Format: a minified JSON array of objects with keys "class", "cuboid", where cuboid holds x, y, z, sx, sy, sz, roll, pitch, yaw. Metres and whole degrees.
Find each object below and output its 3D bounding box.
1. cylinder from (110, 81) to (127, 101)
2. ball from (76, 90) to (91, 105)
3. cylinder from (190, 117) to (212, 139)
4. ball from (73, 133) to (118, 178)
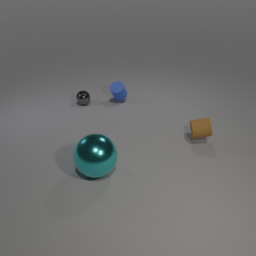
[{"class":"cylinder","cuboid":[-0.449,-1.790,13.574,0.700,0.700,0.700,-7,60,13]},{"class":"ball","cuboid":[-2.159,-1.460,13.514,0.700,0.700,0.700,0,30,0]},{"class":"cylinder","cuboid":[2.716,0.004,10.441,0.700,0.700,0.700,-10,29,8]},{"class":"ball","cuboid":[-1.026,0.871,8.881,1.400,1.400,1.400,0,30,0]}]
